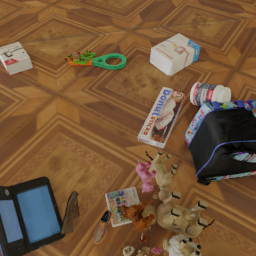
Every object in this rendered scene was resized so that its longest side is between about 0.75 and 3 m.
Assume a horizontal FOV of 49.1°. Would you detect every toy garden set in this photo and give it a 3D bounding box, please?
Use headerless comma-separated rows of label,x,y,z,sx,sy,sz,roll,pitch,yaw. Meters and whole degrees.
toy garden set,-2.268,-3.443,13.295,1.103,0.264,1.324,10,36,14

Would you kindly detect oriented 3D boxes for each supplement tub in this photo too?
supplement tub,3.209,-1.256,10.938,1.328,0.932,0.932,16,50,38

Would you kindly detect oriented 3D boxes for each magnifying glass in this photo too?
magnifying glass,-1.425,-3.171,13.350,2.686,0.301,1.069,-2,47,1

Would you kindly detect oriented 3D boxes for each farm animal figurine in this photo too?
farm animal figurine,1.062,2.294,8.160,2.740,1.445,2.771,33,43,6
farm animal figurine,0.480,3.523,7.725,0.963,0.508,0.973,-33,64,-10

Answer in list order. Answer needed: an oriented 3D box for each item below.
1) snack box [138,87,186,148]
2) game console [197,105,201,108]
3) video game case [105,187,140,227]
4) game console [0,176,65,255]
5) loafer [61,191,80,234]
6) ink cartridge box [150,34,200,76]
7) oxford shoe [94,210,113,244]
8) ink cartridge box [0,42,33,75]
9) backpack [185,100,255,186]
snack box,1.388,-0.491,11.029,1.019,0.344,2.833,16,54,18
game console,3.834,-0.759,11.415,1.079,0.220,1.829,-33,57,-24
video game case,-0.116,2.457,8.806,1.002,0.130,1.101,-11,52,-9
game console,-2.735,2.360,7.701,1.158,1.670,1.957,-22,76,-1
loafer,-1.614,2.473,8.218,0.447,0.459,1.258,15,84,-12
ink cartridge box,2.214,-3.498,13.269,1.966,0.832,1.421,-34,59,-24
oxford shoe,-0.775,2.882,8.241,0.356,0.364,1.000,14,63,16
ink cartridge box,-5.362,-3.305,13.234,1.114,0.639,1.534,-27,55,-20
backpack,3.624,0.404,8.869,2.931,2.676,1.972,-5,58,-8
